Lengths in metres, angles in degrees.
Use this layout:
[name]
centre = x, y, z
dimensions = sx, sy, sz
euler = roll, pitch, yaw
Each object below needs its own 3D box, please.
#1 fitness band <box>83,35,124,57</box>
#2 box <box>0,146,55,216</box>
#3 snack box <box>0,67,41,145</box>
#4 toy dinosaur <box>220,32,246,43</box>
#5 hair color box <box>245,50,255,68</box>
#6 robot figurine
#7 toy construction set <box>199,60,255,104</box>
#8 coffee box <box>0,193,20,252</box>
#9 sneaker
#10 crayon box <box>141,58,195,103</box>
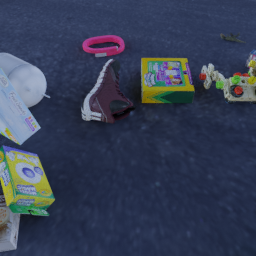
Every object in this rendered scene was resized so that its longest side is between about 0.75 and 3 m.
[fitness band]
centre = -1.041, -3.551, 12.011
dimensions = 1.779, 0.333, 1.278
euler = -10, 47, -11
[box]
centre = -2.507, 1.293, 6.819
dimensions = 0.448, 1.088, 1.854
euler = -46, 52, 15
[snack box]
centre = -3.045, -0.638, 6.191
dimensions = 1.944, 1.640, 0.658
euler = 22, 55, 37
[toy dinosaur]
centre = 4.737, -4.078, 12.568
dimensions = 1.166, 0.277, 0.514
euler = 19, 64, 17
[hair color box]
centre = 5.227, -2.441, 10.724
dimensions = 1.250, 0.625, 0.378
euler = 35, 55, 29
[robot figurine]
centre = -3.774, -1.579, 9.308
dimensions = 2.556, 1.444, 2.168
euler = 27, 18, 24
[toy construction set]
centre = 3.911, -1.707, 9.568
dimensions = 2.768, 1.275, 1.815
euler = -5, 70, 6
[coffee box]
centre = -2.896, 2.134, 6.399
dimensions = 0.698, 0.487, 1.221
euler = -7, 46, -7
[sneaker]
centre = -0.359, -1.140, 9.358
dimensions = 1.544, 1.011, 2.673
euler = 17, 59, 9
[crayon box]
centre = 1.351, -1.742, 10.076
dimensions = 1.740, 0.588, 2.016
euler = 0, 46, 2
